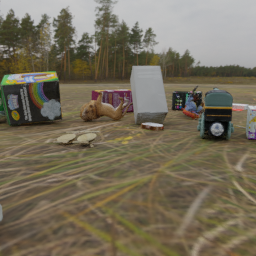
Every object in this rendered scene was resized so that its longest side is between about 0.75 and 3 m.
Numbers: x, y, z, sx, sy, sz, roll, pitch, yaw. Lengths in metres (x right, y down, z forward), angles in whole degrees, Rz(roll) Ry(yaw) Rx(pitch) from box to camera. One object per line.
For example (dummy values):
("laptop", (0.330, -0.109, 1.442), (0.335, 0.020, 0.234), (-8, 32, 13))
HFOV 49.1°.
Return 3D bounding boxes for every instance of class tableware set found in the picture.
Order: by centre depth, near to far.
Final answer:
("tableware set", (-1.500, 0.363, 8.282), (1.259, 0.252, 0.832), (-2, 22, 23))

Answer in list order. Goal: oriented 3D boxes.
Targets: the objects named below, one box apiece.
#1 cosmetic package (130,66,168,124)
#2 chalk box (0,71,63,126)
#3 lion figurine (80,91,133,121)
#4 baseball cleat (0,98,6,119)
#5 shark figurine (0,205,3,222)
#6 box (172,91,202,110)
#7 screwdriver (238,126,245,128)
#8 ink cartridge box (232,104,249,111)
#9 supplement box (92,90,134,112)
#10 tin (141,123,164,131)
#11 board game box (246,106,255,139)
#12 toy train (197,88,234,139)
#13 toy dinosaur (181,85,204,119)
("cosmetic package", (0.829, -1.392, 11.636), (1.258, 2.355, 1.062), (0, -25, -7))
("chalk box", (-4.163, -1.232, 11.380), (2.731, 1.705, 1.693), (-6, 24, -15))
("lion figurine", (-0.896, -0.786, 12.175), (2.245, 1.375, 0.813), (14, 5, -9))
("baseball cleat", (-5.450, -1.012, 12.259), (0.885, 1.351, 2.539), (-3, 10, 6))
("shark figurine", (-3.199, 0.854, 3.669), (2.802, 1.169, 1.674), (-3, 10, -24))
("box", (3.337, -1.548, 15.795), (1.610, 1.000, 1.195), (3, 12, 15))
("screwdriver", (4.351, -0.016, 10.312), (0.150, 0.157, 1.076), (-2, 15, -17))
("ink cartridge box", (6.047, -1.212, 16.015), (1.268, 0.276, 1.100), (11, 14, 42))
("supplement box", (-0.650, -1.452, 14.953), (2.232, 1.152, 1.461), (-6, 13, -29))
("tin", (0.915, -0.057, 10.523), (0.956, 0.200, 0.535), (11, 11, 43))
("board game box", (4.803, -0.137, 8.833), (1.901, 0.979, 0.997), (4, 12, 18))
("toy train", (2.979, -0.549, 9.455), (1.153, 1.542, 2.706), (4, 13, 15))
("toy dinosaur", (3.143, -0.835, 13.587), (1.320, 2.513, 2.281), (47, 49, 10))
